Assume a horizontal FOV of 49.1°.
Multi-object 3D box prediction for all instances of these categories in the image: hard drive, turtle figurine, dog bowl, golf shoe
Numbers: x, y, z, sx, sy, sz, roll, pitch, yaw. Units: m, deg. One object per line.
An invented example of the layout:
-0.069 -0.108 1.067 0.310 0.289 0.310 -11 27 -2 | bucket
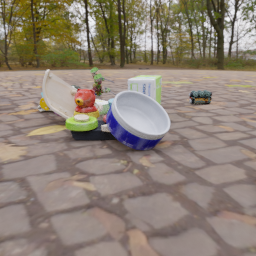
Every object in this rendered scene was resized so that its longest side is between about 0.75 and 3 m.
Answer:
-0.978 0.051 10.481 2.203 0.466 1.486 -2 15 -7 | hard drive
-0.978 -1.843 11.241 1.265 1.227 0.911 0 58 11 | turtle figurine
0.327 -0.274 9.187 2.014 0.793 2.014 18 41 -16 | dog bowl
-3.356 -1.326 14.157 2.801 1.081 1.233 -13 21 37 | golf shoe

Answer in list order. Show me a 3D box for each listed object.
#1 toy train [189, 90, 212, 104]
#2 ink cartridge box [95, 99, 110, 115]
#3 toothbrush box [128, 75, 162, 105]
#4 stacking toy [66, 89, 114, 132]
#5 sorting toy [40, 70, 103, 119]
4.315 -1.816 16.678 1.432 0.816 0.610 -3 16 -8 | toy train
-1.287 -1.197 14.948 2.450 0.587 1.783 -15 21 -40 | ink cartridge box
0.815 -1.340 12.774 1.153 1.951 2.679 3 16 12 | toothbrush box
-0.995 -0.737 10.273 2.673 1.129 2.420 3 17 11 | stacking toy
-2.763 -1.271 12.445 2.712 1.449 2.441 34 3 -20 | sorting toy
